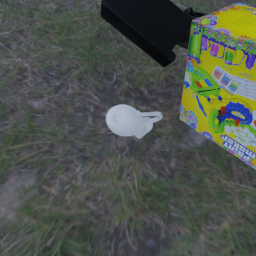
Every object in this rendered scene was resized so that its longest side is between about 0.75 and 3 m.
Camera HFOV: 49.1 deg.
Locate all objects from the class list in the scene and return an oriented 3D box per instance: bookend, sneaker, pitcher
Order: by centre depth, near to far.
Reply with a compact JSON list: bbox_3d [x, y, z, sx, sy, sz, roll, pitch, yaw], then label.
[{"bbox_3d":[0.160,-0.202,6.635,1.023,1.192,0.723,-34,59,29],"label":"pitcher"},{"bbox_3d":[0.832,-3.177,7.153,2.219,1.029,2.233,36,89,-7],"label":"bookend"},{"bbox_3d":[1.581,-3.049,8.263,2.262,1.180,0.679,16,41,3],"label":"sneaker"}]

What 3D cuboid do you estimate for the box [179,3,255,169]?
[{"bbox_3d":[2.609,-0.796,5.699,1.582,2.498,2.594,-29,49,-27],"label":"box"}]
